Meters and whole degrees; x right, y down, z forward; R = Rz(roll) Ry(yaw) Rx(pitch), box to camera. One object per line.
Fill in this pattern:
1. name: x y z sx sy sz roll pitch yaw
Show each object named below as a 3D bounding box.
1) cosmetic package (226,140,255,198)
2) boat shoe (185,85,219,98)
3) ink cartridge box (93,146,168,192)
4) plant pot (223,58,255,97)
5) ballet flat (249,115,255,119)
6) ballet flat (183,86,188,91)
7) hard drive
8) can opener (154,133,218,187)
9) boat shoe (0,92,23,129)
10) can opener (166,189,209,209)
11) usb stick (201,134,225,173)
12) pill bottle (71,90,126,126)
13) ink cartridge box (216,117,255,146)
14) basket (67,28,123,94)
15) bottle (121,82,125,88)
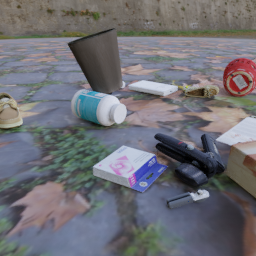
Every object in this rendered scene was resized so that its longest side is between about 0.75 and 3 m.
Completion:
1. cosmetic package: 3.290 1.093 6.228 1.061 0.895 2.052 -7 24 -19
2. boat shoe: 3.552 -1.708 13.512 1.589 0.582 0.498 -2 25 23
3. ink cartridge box: 0.094 0.990 7.268 1.463 0.317 1.437 12 25 29
4. plant pot: 5.523 -2.448 13.853 1.693 1.693 1.542 10 32 23
5. ballet flat: 4.744 -0.254 10.264 0.317 0.317 0.882 -9 24 -20
6. ballet flat: 3.006 -2.032 14.546 0.270 0.269 0.806 18 24 -9
7. hard drive: 1.315 -2.112 14.748 2.164 0.289 1.427 17 28 34
8. can opener: 1.408 0.664 7.398 0.929 0.749 2.364 -10 27 -25
9. boat shoe: -4.643 -0.708 10.603 0.965 0.865 2.607 -13 26 -29
10. can opener: 1.300 1.546 6.008 0.941 0.313 0.248 -12 22 -7
11. usb stick: 2.360 0.670 7.900 0.511 0.300 1.841 33 23 -6
12. pill bottle: -1.054 -0.725 10.314 2.019 1.119 1.119 17 28 35
13. ink cartridge box: 3.990 0.429 8.416 1.857 0.578 2.308 20 35 39
14. basket: -1.043 -2.489 10.792 1.942 2.154 1.465 -24 24 -13
15. bottle: -0.656 -2.505 15.275 0.475 0.608 1.456 -13 25 -28
